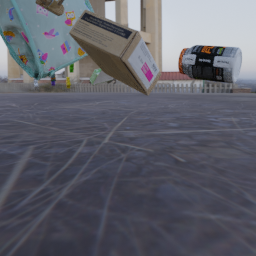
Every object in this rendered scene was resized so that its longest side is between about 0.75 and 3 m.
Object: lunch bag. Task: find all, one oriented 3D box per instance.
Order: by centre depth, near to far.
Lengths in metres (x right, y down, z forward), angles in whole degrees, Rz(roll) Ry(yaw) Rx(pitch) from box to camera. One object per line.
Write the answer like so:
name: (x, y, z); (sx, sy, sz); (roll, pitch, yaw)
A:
lunch bag: (-2.095, -2.763, 7.128); (1.592, 2.612, 2.225); (-5, 27, 46)

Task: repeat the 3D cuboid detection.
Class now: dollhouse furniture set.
dollhouse furniture set: (-0.808, -2.822, 4.990); (0.962, 1.479, 1.358); (23, -14, -27)

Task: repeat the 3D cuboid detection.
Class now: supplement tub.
supplement tub: (2.157, -1.715, 7.428); (1.494, 0.915, 0.915); (13, 14, 30)

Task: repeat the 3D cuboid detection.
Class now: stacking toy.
stacking toy: (-2.746, -1.950, 10.244); (1.370, 0.427, 1.817); (-5, -16, -18)

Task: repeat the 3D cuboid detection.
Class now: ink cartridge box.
ink cartridge box: (-0.166, -1.303, 5.042); (1.206, 0.550, 1.464); (31, -5, 26)
ink cartridge box: (-0.874, -2.345, 11.472); (1.044, 0.344, 1.435); (-21, -15, -33)
